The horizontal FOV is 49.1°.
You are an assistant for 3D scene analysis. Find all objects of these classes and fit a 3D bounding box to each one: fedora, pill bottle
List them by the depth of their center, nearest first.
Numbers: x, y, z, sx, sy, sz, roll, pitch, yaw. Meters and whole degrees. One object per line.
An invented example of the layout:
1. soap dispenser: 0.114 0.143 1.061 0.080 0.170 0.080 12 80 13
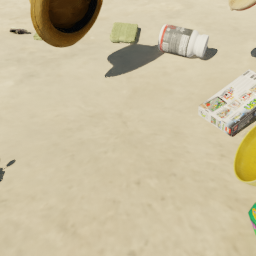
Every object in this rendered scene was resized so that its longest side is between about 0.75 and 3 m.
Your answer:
1. fedora: -1.818 -3.578 7.724 1.103 2.705 2.705 35 55 19
2. pill bottle: 2.061 -3.219 10.453 1.704 0.987 0.987 18 49 16

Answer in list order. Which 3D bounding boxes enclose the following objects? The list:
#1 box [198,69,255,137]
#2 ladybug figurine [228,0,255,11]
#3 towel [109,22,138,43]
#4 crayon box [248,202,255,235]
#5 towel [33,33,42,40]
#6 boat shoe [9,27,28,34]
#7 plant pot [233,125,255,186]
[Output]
1. box: 3.318 -0.805 8.252 2.261 0.392 1.244 -34 51 -17
2. ladybug figurine: 3.469 -3.832 7.835 0.505 1.403 0.952 19 41 -44
3. towel: -0.156 -3.990 11.691 1.117 0.275 1.506 4 45 3
4. crayon box: 3.574 2.081 5.683 1.836 0.535 1.090 -1 46 -1
5. towel: -3.513 -3.945 11.719 0.687 0.169 0.926 5 47 6
6. boat shoe: -4.606 -4.063 11.778 0.779 0.280 0.252 11 60 5
7. plant pot: 3.452 0.739 6.423 1.178 1.660 1.660 27 48 -7
